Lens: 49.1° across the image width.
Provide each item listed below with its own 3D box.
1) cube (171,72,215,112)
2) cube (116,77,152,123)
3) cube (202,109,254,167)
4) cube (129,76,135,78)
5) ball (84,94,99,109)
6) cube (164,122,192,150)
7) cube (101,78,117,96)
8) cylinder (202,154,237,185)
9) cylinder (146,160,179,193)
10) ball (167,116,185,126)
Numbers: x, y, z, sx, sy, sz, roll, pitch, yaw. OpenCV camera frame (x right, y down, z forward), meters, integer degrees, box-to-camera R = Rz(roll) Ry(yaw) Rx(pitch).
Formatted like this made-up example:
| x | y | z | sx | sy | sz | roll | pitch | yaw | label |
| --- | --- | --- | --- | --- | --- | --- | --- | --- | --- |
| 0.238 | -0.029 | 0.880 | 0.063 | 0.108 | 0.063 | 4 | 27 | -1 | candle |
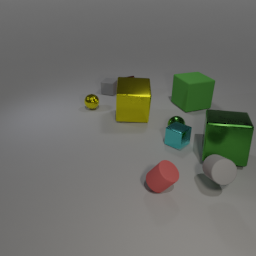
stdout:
| x | y | z | sx | sy | sz | roll | pitch | yaw | label |
| --- | --- | --- | --- | --- | --- | --- | --- | --- | --- |
| 3.028 | -1.733 | 13.215 | 1.400 | 1.400 | 1.400 | -10 | 31 | -19 | cube |
| 0.214 | -1.212 | 11.981 | 1.400 | 1.400 | 1.400 | 2 | 41 | -1 | cube |
| 3.271 | 0.286 | 9.395 | 1.400 | 1.400 | 1.400 | 6 | 23 | 13 | cube |
| 0.046 | -2.147 | 14.357 | 0.700 | 0.700 | 0.700 | -7 | 55 | 14 | cube |
| -1.685 | -1.234 | 13.035 | 0.700 | 0.700 | 0.700 | 0 | 29 | 0 | ball |
| 1.840 | 0.277 | 10.311 | 0.700 | 0.700 | 0.700 | 23 | 35 | 35 | cube |
| -0.964 | -2.176 | 14.760 | 0.700 | 0.700 | 0.700 | 10 | 32 | 19 | cube |
| 2.480 | 1.122 | 7.624 | 0.700 | 0.700 | 0.700 | -3 | 5 | -5 | cylinder |
| 0.978 | 1.381 | 7.982 | 0.700 | 0.700 | 0.700 | 21 | 44 | -22 | cylinder |
| 1.907 | -0.131 | 11.040 | 0.700 | 0.700 | 0.700 | 0 | 29 | 0 | ball |
